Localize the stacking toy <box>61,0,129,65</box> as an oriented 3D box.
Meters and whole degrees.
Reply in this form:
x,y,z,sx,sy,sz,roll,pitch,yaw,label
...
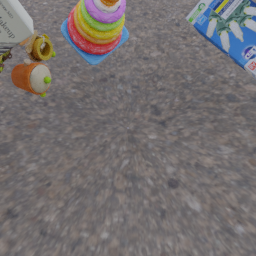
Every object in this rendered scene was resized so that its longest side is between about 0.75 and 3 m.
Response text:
x,y,z,sx,sy,sz,roll,pitch,yaw,label
-0.631,-2.979,7.090,1.700,2.929,1.607,-44,97,-16,stacking toy

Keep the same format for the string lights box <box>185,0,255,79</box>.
x,y,z,sx,sy,sz,roll,pitch,yaw,label
3.130,-2.740,7.858,2.763,1.419,0.814,50,20,24,string lights box

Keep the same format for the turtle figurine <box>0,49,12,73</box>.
x,y,z,sx,sy,sz,roll,pitch,yaw,label
-3.210,-1.918,7.082,0.554,1.387,1.720,8,63,-31,turtle figurine

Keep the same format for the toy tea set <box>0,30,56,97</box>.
x,y,z,sx,sy,sz,roll,pitch,yaw,label
-2.315,-1.677,5.848,0.942,2.546,1.514,13,82,25,toy tea set

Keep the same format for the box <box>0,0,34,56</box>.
x,y,z,sx,sy,sz,roll,pitch,yaw,label
-2.701,-1.431,4.580,2.180,0.896,0.746,-31,40,5,box
